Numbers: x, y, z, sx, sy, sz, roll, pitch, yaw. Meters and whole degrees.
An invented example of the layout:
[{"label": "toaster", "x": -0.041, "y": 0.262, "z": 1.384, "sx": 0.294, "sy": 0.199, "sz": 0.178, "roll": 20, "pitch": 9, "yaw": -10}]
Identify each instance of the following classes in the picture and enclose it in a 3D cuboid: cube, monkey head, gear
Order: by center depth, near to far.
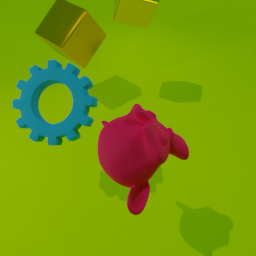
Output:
[{"label": "monkey head", "x": 0.194, "y": 0.324, "z": 3.912, "sx": 1.204, "sy": 1.009, "sz": 1.674, "roll": 25, "pitch": 30, "yaw": -38}, {"label": "gear", "x": -1.357, "y": -0.461, "z": 5.210, "sx": 1.538, "sy": 0.284, "sz": 1.538, "roll": 0, "pitch": 87, "yaw": 9}, {"label": "cube", "x": 0.203, "y": -3.425, "z": 7.406, "sx": 0.984, "sy": 0.984, "sz": 0.984, "roll": 7, "pitch": 70, "yaw": -14}, {"label": "cube", "x": -1.657, "y": -2.770, "z": 8.261, "sx": 1.256, "sy": 1.256, "sz": 1.256, "roll": 34, "pitch": 90, "yaw": 27}]
